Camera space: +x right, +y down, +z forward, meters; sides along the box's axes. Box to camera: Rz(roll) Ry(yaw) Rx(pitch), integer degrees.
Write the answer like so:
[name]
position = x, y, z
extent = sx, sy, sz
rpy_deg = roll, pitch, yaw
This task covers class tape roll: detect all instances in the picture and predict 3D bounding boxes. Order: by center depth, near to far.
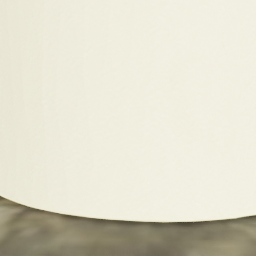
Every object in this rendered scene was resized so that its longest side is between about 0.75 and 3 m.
[tape roll]
position = 0.166, -0.571, 2.464
extent = 2.662, 1.827, 2.662
rpy_deg = -1, 4, 0
